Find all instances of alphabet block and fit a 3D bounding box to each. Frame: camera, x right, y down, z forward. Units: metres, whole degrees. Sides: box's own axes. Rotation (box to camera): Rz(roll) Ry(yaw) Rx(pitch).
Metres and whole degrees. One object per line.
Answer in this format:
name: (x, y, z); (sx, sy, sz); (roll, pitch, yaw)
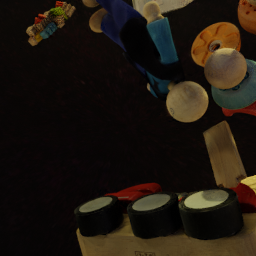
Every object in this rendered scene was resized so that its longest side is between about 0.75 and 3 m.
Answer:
alphabet block: (2.869, 1.625, 4.768); (1.439, 1.414, 1.406); (-16, 115, 7)

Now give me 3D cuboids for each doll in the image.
doll: (0.273, -1.197, 4.481); (0.696, 1.961, 2.873); (-32, 60, -9)

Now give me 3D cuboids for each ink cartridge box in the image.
ink cartridge box: (1.362, -3.927, 5.971); (2.918, 2.335, 0.690); (-16, 42, -1)

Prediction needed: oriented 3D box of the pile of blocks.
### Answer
pile of blocks: (-1.632, -2.219, 5.771); (1.196, 0.372, 0.491); (-48, 47, -9)

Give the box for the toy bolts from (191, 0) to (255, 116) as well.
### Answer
toy bolts: (1.839, -1.472, 5.063); (2.296, 1.667, 2.404); (3, 73, 41)

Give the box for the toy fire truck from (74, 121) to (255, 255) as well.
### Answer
toy fire truck: (0.874, 1.121, 4.478); (2.504, 2.845, 1.830); (-14, 94, 33)
